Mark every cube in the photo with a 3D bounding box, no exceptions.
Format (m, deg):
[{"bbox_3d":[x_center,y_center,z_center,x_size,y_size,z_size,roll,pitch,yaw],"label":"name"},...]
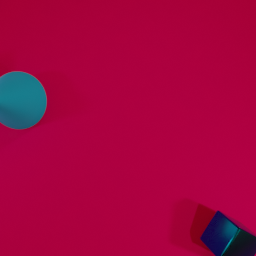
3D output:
[{"bbox_3d":[2.058,2.245,5.626,0.726,0.726,0.726,31,92,-21],"label":"cube"}]

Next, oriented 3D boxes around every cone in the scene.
[{"bbox_3d":[-2.835,-0.636,6.450,1.478,1.484,1.478,0,95,2],"label":"cone"}]
